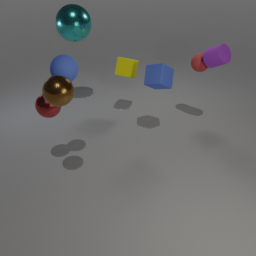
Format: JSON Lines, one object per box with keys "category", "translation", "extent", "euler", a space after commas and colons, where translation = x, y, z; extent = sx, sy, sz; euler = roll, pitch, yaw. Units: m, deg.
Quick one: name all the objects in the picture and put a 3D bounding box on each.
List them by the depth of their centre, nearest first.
{"category": "ball", "translation": [-1.544, -0.823, 6.229], "extent": [0.700, 0.700, 0.700], "euler": [0, 30, 0]}
{"category": "ball", "translation": [-1.580, -1.463, 6.944], "extent": [0.700, 0.700, 0.700], "euler": [0, 30, 0]}
{"category": "ball", "translation": [-2.185, -0.624, 7.688], "extent": [0.700, 0.700, 0.700], "euler": [0, 30, 0]}
{"category": "cube", "translation": [1.047, -1.726, 9.444], "extent": [0.700, 0.700, 0.700], "euler": [4, -4, 40]}
{"category": "cylinder", "translation": [3.135, -2.528, 9.859], "extent": [0.700, 0.700, 0.700], "euler": [-24, 10, -35]}
{"category": "ball", "translation": [2.734, -2.468, 10.581], "extent": [0.700, 0.700, 0.700], "euler": [0, 30, 0]}
{"category": "ball", "translation": [-2.130, -4.097, 10.967], "extent": [1.400, 1.400, 1.400], "euler": [0, 30, 0]}
{"category": "cube", "translation": [-0.046, -2.401, 11.148], "extent": [0.700, 0.700, 0.700], "euler": [14, 13, 13]}
